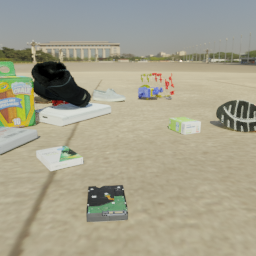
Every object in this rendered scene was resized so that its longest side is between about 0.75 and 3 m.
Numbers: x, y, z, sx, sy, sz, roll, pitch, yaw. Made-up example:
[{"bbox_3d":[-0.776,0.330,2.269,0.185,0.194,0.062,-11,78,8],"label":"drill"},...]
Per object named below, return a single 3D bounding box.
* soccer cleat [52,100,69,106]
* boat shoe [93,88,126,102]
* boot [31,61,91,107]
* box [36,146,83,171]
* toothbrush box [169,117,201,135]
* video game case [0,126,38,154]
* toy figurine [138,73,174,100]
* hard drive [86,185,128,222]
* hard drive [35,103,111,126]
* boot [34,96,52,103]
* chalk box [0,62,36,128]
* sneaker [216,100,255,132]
[{"bbox_3d":[-3.170,-1.388,14.344,1.720,0.590,0.733,4,18,34],"label":"soccer cleat"},{"bbox_3d":[-1.107,-1.913,16.060,2.019,0.719,0.704,5,15,19],"label":"boat shoe"},{"bbox_3d":[-3.067,-1.867,11.025,2.905,1.110,2.441,19,-11,19],"label":"boot"},{"bbox_3d":[-1.679,0.710,6.812,0.800,0.201,1.108,-10,18,-33],"label":"box"},{"bbox_3d":[1.920,-0.092,9.561,0.672,0.397,0.922,-7,15,-27],"label":"toothbrush box"},{"bbox_3d":[-4.474,0.435,7.658,2.677,0.324,2.941,5,16,17],"label":"video game case"},{"bbox_3d":[1.113,-2.408,16.648,1.767,1.555,2.949,-18,21,-37],"label":"toy figurine"},{"bbox_3d":[-0.362,1.252,4.731,0.657,0.178,0.941,-2,14,-6],"label":"hard drive"},{"bbox_3d":[-2.353,-0.668,11.784,1.939,0.392,2.939,11,17,32],"label":"hard drive"},{"bbox_3d":[-4.225,-1.906,15.407,2.121,1.028,0.792,-2,14,-8],"label":"boot"},{"bbox_3d":[-4.331,-1.214,10.108,1.431,2.292,1.421,-12,19,-40],"label":"chalk box"},{"bbox_3d":[4.480,-0.352,9.730,2.722,1.064,1.229,8,4,20],"label":"sneaker"}]
